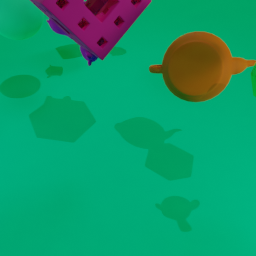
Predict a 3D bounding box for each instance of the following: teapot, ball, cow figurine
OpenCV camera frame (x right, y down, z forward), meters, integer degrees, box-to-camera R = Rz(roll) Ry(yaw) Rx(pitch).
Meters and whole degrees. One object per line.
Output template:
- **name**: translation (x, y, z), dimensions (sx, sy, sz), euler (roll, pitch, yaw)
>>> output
- **teapot**: translation (1.382, -1.161, 5.314), dimensions (2.053, 1.276, 1.005), euler (1, 17, 19)
- **ball**: translation (-2.682, -2.780, 6.681), dimensions (1.306, 1.306, 1.306), euler (0, 43, 0)
- **cow figurine**: translation (-1.056, -1.965, 5.797), dimensions (1.254, 1.234, 0.689), euler (7, 13, -11)

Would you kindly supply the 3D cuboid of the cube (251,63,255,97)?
- **cube**: translation (2.194, -0.785, 3.710), dimensions (0.790, 0.790, 0.790), euler (25, 87, 30)

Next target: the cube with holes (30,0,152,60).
- **cube with holes**: translation (-0.661, -2.086, 4.511), dimensions (1.217, 1.217, 1.217), euler (-50, 40, 3)
